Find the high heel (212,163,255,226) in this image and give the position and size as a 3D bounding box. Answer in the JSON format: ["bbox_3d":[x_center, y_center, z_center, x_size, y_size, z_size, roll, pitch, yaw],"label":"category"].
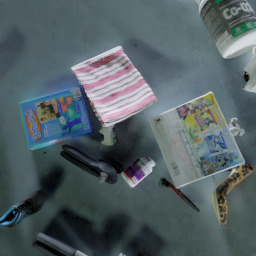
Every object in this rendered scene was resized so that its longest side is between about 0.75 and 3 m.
[{"bbox_3d":[3.576,2.135,9.272,1.515,0.759,2.125,-2,67,6],"label":"high heel"}]

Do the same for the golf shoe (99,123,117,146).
[{"bbox_3d":[-0.745,-0.025,10.009,0.648,0.522,1.332,-5,75,5],"label":"golf shoe"}]

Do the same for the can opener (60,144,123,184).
[{"bbox_3d":[-1.329,1.252,9.664,2.290,0.900,0.726,21,116,8],"label":"can opener"}]

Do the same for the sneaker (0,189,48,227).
[{"bbox_3d":[-3.398,2.663,9.196,1.718,0.704,0.629,-40,79,-10],"label":"sneaker"}]

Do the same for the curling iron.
[{"bbox_3d":[1.724,2.283,9.517,1.702,0.217,0.422,40,42,6],"label":"curling iron"}]

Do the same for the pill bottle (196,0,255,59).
[{"bbox_3d":[3.682,-4.229,10.482,1.640,1.640,2.900,-22,76,-5],"label":"pill bottle"}]

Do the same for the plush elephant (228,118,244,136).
[{"bbox_3d":[3.646,0.037,9.861,0.762,0.716,0.925,-6,76,-1],"label":"plush elephant"}]

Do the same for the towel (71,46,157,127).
[{"bbox_3d":[-0.556,-1.632,10.165,2.168,0.443,2.962,-27,66,-9],"label":"towel"}]

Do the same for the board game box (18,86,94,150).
[{"bbox_3d":[-2.580,-0.364,10.063,2.298,0.517,1.747,-15,76,-4],"label":"board game box"}]

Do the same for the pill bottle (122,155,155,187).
[{"bbox_3d":[0.372,1.444,9.546,1.126,0.633,0.633,-39,79,-10],"label":"pill bottle"}]

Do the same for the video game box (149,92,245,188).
[{"bbox_3d":[2.264,0.413,9.539,2.360,0.606,2.590,-23,76,13],"label":"video game box"}]

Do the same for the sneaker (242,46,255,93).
[{"bbox_3d":[4.717,-2.259,10.499,0.791,0.734,1.953,6,75,10],"label":"sneaker"}]

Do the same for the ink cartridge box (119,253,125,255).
[{"bbox_3d":[-0.027,4.617,8.829,1.039,0.438,0.752,36,78,9],"label":"ink cartridge box"}]

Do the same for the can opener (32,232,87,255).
[{"bbox_3d":[-1.964,4.061,8.851,2.361,0.785,0.622,25,78,11],"label":"can opener"}]
